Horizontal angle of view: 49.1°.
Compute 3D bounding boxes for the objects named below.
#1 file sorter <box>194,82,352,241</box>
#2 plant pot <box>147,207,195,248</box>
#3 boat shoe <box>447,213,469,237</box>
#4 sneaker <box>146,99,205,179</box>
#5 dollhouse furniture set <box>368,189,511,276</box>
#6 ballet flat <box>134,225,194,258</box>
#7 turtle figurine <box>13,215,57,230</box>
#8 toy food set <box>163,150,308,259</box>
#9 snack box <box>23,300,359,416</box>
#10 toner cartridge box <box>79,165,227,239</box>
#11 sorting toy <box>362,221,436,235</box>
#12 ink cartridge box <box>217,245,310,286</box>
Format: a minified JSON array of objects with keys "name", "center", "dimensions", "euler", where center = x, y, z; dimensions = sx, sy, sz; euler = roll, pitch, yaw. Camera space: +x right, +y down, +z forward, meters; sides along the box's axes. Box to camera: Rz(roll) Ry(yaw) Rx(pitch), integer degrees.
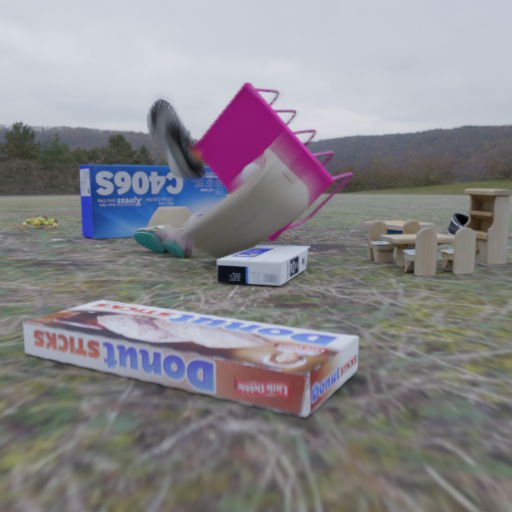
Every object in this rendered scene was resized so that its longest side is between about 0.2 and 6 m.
[{"name":"file sorter","center":[0.460,-2.112,12.429],"dimensions":[1.923,2.767,1.735],"euler":[-45,-11,31]},{"name":"plant pot","center":[-1.797,-0.634,12.082],"dimensions":[1.254,0.842,1.254],"euler":[0,7,0]},{"name":"boat shoe","center":[4.981,-0.649,12.957],"dimensions":[0.713,0.615,1.961],"euler":[-1,8,-4]},{"name":"sneaker","center":[-1.742,-2.624,12.720],"dimensions":[0.857,2.162,0.799],"euler":[20,61,35]},{"name":"dollhouse furniture set","center":[3.077,-0.463,9.281],"dimensions":[1.953,1.271,1.794],"euler":[-1,8,-11]},{"name":"ballet flat","center":[-1.666,-0.335,10.665],"dimensions":[1.580,0.546,0.562],"euler":[12,49,42]},{"name":"turtle figurine","center":[-6.258,-0.992,16.200],"dimensions":[1.239,0.399,0.999],"euler":[0,8,3]},{"name":"toy food set","center":[-0.277,-0.749,9.028],"dimensions":[2.036,0.615,1.461],"euler":[-33,-31,16]},{"name":"snack box","center":[-0.582,0.703,4.370],"dimensions":[2.573,0.313,0.925],"euler":[4,9,29]},{"name":"toner cartridge box","center":[-2.537,-1.438,14.433],"dimensions":[3.753,1.783,0.810],"euler":[-6,11,-34]},{"name":"sorting toy","center":[3.323,-0.566,13.082],"dimensions":[1.197,0.419,1.204],"euler":[-5,9,-35]},{"name":"ink cartridge box","center":[0.182,0.108,8.418],"dimensions":[0.945,0.373,1.900],"euler":[2,9,19]}]
